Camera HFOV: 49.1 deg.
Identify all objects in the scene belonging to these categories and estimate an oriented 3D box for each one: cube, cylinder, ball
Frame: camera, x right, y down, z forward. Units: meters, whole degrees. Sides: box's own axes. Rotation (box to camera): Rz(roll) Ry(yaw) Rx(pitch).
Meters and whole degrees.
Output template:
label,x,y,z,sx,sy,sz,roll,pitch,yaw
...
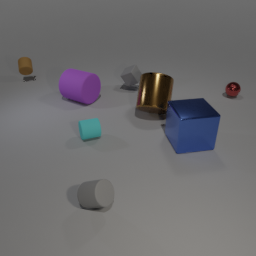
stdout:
label,x,y,z,sx,sy,sz,roll,pitch,yaw
cube,0.180,-2.604,13.892,0.700,0.700,0.700,-12,38,37
cube,2.213,-0.107,9.890,1.400,1.400,1.400,-6,32,-9
cylinder,-1.401,0.027,10.262,0.700,0.700,0.700,-10,33,-18
cylinder,1.109,-1.405,11.554,1.400,1.400,1.400,9,-7,1
cylinder,-2.208,-1.930,12.904,1.400,1.400,1.400,18,35,28
cylinder,-0.834,1.711,7.284,0.700,0.700,0.700,-16,18,38
ball,5.008,-1.847,13.360,0.700,0.700,0.700,0,31,0
cylinder,-5.444,-3.283,14.856,0.700,0.700,0.700,-9,63,-15
